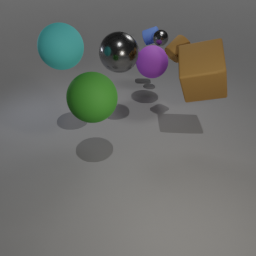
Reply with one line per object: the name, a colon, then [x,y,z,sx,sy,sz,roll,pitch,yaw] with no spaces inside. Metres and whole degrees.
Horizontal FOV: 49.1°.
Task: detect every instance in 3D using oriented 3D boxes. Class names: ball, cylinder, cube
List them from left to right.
ball: [-2.066,-2.501,8.621,1.400,1.400,1.400,0,32,0]
ball: [-0.984,-0.839,7.712,1.400,1.400,1.400,0,32,0]
ball: [-0.318,-2.644,9.817,1.400,1.400,1.400,0,32,0]
cylinder: [1.116,-4.371,13.300,0.700,0.700,0.700,-12,27,20]
ball: [1.053,-2.880,12.225,1.400,1.400,1.400,0,32,0]
ball: [1.457,-4.028,12.529,0.700,0.700,0.700,0,32,0]
cylinder: [1.783,-2.807,9.941,0.700,0.700,0.700,-45,43,-3]
cube: [2.477,-1.863,9.279,1.400,1.400,1.400,-6,59,18]
